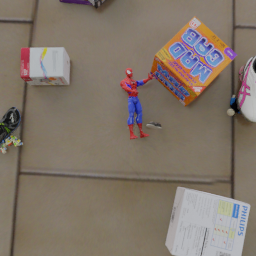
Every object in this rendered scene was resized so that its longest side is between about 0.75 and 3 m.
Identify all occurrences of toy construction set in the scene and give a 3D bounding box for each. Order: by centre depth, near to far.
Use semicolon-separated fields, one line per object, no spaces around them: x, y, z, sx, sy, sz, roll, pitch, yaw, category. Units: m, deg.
-4.694;0.639;11.168;0.859;0.396;0.563;-32;84;-15;toy construction set

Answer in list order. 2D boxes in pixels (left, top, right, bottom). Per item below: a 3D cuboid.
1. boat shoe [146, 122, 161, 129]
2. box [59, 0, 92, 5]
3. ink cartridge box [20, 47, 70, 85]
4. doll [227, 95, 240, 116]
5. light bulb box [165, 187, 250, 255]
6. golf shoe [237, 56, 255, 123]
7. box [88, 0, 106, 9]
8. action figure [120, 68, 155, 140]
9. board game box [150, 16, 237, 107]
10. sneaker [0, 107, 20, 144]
1.007;-0.139;11.017;0.290;0.866;0.247;-16;70;39;boat shoe
-2.043;-5.917;11.964;1.702;0.333;1.164;6;82;1;box
-3.216;-2.411;11.094;1.662;1.208;1.202;-1;83;0;ink cartridge box
4.645;-0.985;11.356;1.478;0.358;1.009;-36;83;-4;doll
2.828;3.557;10.210;2.353;1.468;2.332;14;81;1;light bulb box
4.861;-1.555;10.738;0.991;1.257;2.730;8;71;-5;golf shoe
-1.431;-6.327;11.579;1.754;0.535;2.215;-43;84;-6;box
0.446;-1.053;10.769;0.911;1.382;2.791;-8;85;-37;action figure
2.354;-2.403;10.665;2.058;2.059;2.060;45;85;4;board game box
-4.923;-0.024;11.037;0.645;0.754;1.820;36;85;3;sneaker
